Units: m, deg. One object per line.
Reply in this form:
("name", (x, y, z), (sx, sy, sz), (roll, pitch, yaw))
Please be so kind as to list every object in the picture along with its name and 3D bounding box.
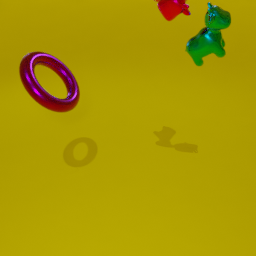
("cow figurine", (0.851, -2.258, 4.778), (0.996, 0.547, 0.980), (-48, 27, -8))
("cow figurine", (1.352, -1.600, 4.822), (0.939, 0.924, 0.515), (-20, 42, 35))
("ring", (-1.505, -0.912, 5.525), (0.271, 1.354, 1.354), (-32, 14, 30))
